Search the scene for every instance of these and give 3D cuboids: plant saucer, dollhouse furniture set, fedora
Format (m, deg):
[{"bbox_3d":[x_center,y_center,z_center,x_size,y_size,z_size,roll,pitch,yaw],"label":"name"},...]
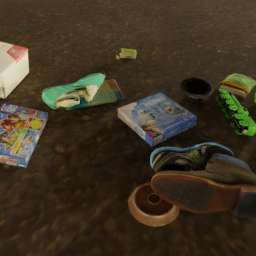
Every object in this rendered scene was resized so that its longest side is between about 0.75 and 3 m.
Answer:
[{"bbox_3d":[0.647,1.787,6.875,1.272,0.219,1.272,1,38,0],"label":"plant saucer"},{"bbox_3d":[5.018,-1.754,10.583,2.868,1.107,1.433,24,44,27],"label":"dollhouse furniture set"},{"bbox_3d":[2.483,-1.302,10.395,1.384,0.632,1.384,0,39,0],"label":"fedora"}]

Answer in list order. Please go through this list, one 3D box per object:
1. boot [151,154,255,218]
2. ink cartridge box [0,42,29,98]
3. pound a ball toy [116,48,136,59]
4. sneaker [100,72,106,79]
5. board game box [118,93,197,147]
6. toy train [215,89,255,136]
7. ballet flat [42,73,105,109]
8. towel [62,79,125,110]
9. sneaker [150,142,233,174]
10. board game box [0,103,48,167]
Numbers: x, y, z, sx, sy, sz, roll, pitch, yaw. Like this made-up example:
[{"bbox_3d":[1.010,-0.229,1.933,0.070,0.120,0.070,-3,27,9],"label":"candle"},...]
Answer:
[{"bbox_3d":[1.987,1.311,6.967,2.866,1.071,1.389,12,29,-1],"label":"boot"},{"bbox_3d":[-5.744,-2.524,11.031,2.906,1.232,2.116,16,43,1],"label":"ink cartridge box"},{"bbox_3d":[-0.077,-3.450,13.385,0.869,0.369,0.567,9,65,10],"label":"pound a ball toy"},{"bbox_3d":[-1.331,-2.039,11.556,0.958,0.339,0.468,-13,-3,16],"label":"sneaker"},{"bbox_3d":[0.952,-0.377,9.410,1.893,0.411,1.884,-24,43,-27],"label":"board game box"},{"bbox_3d":[3.707,-0.602,9.669,0.684,0.506,2.425,5,38,-9],"label":"toy train"},{"bbox_3d":[-1.765,-1.223,9.943,2.461,0.829,0.866,-23,68,-27],"label":"ballet flat"},{"bbox_3d":[-1.389,-1.316,10.759,2.212,0.240,1.622,-10,40,-14],"label":"towel"},{"bbox_3d":[1.723,0.955,7.565,2.209,0.783,0.915,-5,47,0],"label":"sneaker"},{"bbox_3d":[-3.477,0.137,8.501,1.492,0.380,2.204,13,39,-6],"label":"board game box"}]
